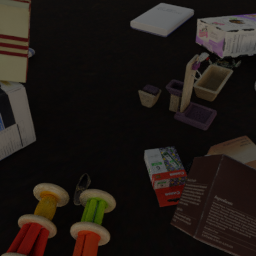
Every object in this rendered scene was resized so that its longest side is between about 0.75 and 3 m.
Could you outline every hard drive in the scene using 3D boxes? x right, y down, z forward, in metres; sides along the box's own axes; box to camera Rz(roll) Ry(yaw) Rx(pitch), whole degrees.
[{"bbox_3d":[1.738,-5.377,13.760,1.948,0.375,2.953,24,48,24],"label":"hard drive"}]

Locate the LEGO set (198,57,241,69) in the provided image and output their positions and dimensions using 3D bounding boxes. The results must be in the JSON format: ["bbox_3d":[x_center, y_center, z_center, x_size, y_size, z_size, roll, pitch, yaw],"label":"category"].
[{"bbox_3d":[3.293,-2.365,10.502,1.119,0.488,1.723,-20,30,-36],"label":"LEGO set"}]

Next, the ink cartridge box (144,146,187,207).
[{"bbox_3d":[0.940,1.106,6.675,0.800,0.370,1.469,-7,42,-8],"label":"ink cartridge box"}]

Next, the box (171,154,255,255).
[{"bbox_3d":[1.600,1.295,4.754,1.120,1.131,1.364,25,79,-5],"label":"box"}]

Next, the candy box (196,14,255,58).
[{"bbox_3d":[4.562,-3.752,11.217,2.904,1.039,2.436,-8,33,-9],"label":"candy box"}]

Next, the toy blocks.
[{"bbox_3d":[-1.295,2.189,5.187,1.833,0.799,2.200,6,43,7],"label":"toy blocks"}]

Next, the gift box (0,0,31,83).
[{"bbox_3d":[-3.358,-2.424,6.538,2.022,2.166,1.998,2,27,-19],"label":"gift box"}]

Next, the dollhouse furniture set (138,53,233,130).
[{"bbox_3d":[2.051,-1.898,8.700,2.315,2.074,2.922,24,47,24],"label":"dollhouse furniture set"}]

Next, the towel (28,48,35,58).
[{"bbox_3d":[-5.202,-2.495,10.665,2.090,0.339,2.846,19,47,17],"label":"towel"}]

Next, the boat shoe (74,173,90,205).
[{"bbox_3d":[-1.069,1.401,6.465,0.278,0.231,0.775,9,43,10],"label":"boat shoe"}]

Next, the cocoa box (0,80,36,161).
[{"bbox_3d":[-4.100,-0.531,7.297,2.815,1.877,1.847,31,48,29],"label":"cocoa box"}]

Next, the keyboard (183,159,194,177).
[{"bbox_3d":[1.950,1.169,6.787,0.717,0.153,1.194,-30,51,-29],"label":"keyboard"}]

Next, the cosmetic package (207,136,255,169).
[{"bbox_3d":[2.639,1.291,5.923,1.096,0.925,2.119,-15,50,-21],"label":"cosmetic package"}]
